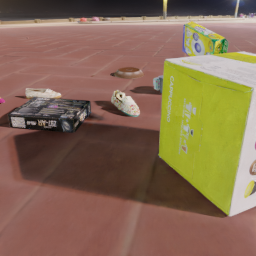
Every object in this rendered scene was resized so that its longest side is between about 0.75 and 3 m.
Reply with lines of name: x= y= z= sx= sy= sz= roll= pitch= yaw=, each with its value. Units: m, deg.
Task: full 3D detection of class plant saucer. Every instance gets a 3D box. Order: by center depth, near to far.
plant saucer: x=0.058 y=-3.187 z=15.979 sx=1.724 sy=0.315 sz=1.724 roll=-1 pitch=25 yaw=0

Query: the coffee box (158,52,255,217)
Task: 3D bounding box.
coffee box: x=2.566 y=-0.160 z=6.586 sx=2.698 sy=2.724 sz=2.728 roll=-12 pitch=27 yaw=-23

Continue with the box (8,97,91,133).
box: x=-2.706 y=-0.530 z=10.023 sx=2.338 sy=0.509 sz=1.873 roll=4 pitch=25 yaw=9

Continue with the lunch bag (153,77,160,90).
lunch bag: x=1.607 y=-2.147 z=13.394 sx=0.786 sy=0.630 sz=0.303 roll=-17 pitch=25 yaw=-21

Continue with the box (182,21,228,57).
box: x=2.294 y=-2.445 z=8.418 sx=0.394 sy=0.957 sz=1.631 roll=-28 pitch=48 yaw=-19

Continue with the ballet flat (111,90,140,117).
ballet flat: x=-0.153 y=-1.023 z=10.970 sx=0.718 sy=0.607 sz=1.899 roll=-10 pitch=27 yaw=-29

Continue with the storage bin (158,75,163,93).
storage bin: x=2.021 y=-1.983 z=12.830 sx=1.165 sy=0.783 sz=0.848 roll=-16 pitch=29 yaw=-29

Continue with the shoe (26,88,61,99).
shoe: x=-3.708 y=-1.493 z=12.201 sx=1.574 sy=0.420 sz=0.550 roll=2 pitch=25 yaw=3

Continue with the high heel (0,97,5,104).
high heel: x=-5.537 y=-1.339 z=11.785 sx=1.032 sy=0.495 sz=0.347 roll=20 pitch=32 yaw=37
